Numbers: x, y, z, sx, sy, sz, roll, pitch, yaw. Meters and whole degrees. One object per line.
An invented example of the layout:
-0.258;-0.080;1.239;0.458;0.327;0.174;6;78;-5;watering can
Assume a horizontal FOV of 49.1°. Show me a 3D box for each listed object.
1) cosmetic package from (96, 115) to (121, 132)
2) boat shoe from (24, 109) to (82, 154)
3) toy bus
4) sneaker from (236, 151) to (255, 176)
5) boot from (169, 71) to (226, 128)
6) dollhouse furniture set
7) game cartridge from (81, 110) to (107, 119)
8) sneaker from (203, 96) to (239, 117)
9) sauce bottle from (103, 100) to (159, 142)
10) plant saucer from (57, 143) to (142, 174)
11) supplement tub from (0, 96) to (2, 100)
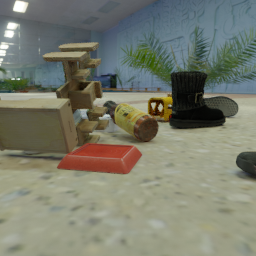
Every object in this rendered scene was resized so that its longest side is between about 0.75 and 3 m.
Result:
-0.634;-0.206;10.536;0.727;0.529;1.430;4;8;16;cosmetic package
-2.104;-0.145;7.792;0.832;0.849;2.385;3;27;23;boat shoe
1.995;-0.991;13.130;2.228;1.220;2.361;0;10;-2;toy bus
3.400;0.137;5.218;2.662;1.537;1.007;0;9;2;sneaker
2.861;-1.151;11.083;2.877;2.151;1.083;-4;10;-34;boot
-1.896;-0.645;7.334;1.881;2.481;2.831;2;30;15;dollhouse furniture set
-1.681;-0.442;12.072;1.817;0.558;2.730;3;9;37;game cartridge
4.067;-1.172;14.693;2.877;1.094;2.078;5;5;-3;sneaker
-0.056;-0.348;9.140;0.853;0.853;2.586;-6;22;-33;sauce bottle
-0.560;0.614;6.257;1.537;0.282;1.534;3;10;13;plant saucer
-4.990;-0.320;8.115;1.532;1.532;2.322;9;13;43;supplement tub
